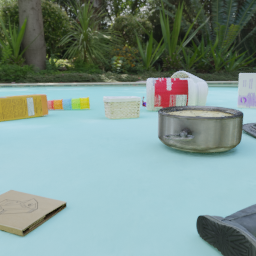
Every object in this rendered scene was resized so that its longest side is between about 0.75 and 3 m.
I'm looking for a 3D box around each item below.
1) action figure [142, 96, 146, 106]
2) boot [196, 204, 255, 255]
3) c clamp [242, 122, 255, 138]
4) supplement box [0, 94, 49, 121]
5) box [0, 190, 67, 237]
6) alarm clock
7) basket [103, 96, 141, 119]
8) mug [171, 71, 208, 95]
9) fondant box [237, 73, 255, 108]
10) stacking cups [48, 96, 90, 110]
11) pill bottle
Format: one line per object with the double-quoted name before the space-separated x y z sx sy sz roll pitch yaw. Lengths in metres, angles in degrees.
"action figure" 1.129 -1.550 15.998 0.527 0.800 1.616 -1 8 -10
"boot" 1.387 1.066 2.882 1.074 0.390 0.977 3 11 -21
"c clamp" 4.469 0.021 8.267 1.994 0.316 2.334 -1 14 4
"supplement box" -4.792 -0.846 11.499 0.971 1.004 2.918 6 14 40
"box" -1.418 1.040 3.566 0.981 0.104 0.802 4 11 23
"alarm clock" 1.578 0.040 6.604 1.997 0.985 2.960 6 10 29
"basket" -0.263 -0.885 11.908 1.445 0.891 0.980 -3 10 -20
"mug" 3.683 -2.383 17.423 2.105 2.054 2.565 2 13 -37
"fondant box" 7.439 -2.027 15.294 2.644 1.907 0.770 3 13 18
"stacking cups" -3.180 -1.204 14.710 2.323 0.703 0.703 -6 11 -3
"pill bottle" 2.414 -1.707 14.264 2.955 1.659 1.659 1 10 4
